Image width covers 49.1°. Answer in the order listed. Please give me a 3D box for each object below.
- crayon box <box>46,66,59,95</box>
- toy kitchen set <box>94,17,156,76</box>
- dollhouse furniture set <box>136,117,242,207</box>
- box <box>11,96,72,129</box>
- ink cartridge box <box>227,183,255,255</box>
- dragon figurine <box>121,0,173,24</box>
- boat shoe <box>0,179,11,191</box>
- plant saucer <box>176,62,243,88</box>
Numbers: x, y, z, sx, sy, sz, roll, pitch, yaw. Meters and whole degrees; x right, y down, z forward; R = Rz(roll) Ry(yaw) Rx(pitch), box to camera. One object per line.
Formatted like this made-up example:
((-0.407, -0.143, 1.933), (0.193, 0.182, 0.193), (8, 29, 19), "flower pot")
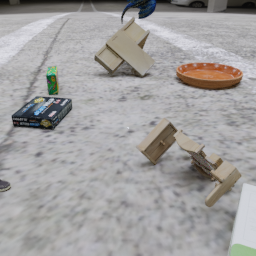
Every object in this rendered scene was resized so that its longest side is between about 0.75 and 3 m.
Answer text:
((-3.155, -2.018, 11.769), (0.405, 0.826, 1.391), (-5, 27, -10), "crayon box")
((0.042, -3.473, 14.657), (2.371, 2.622, 2.907), (41, 75, 1), "toy kitchen set")
((1.378, 0.879, 6.248), (1.015, 1.188, 2.292), (-47, 38, -1), "dollhouse furniture set")
((-2.817, -0.553, 9.398), (1.380, 0.399, 1.736), (5, 28, 10), "box")
((2.197, 1.955, 4.206), (1.276, 0.729, 2.458), (13, 30, 23), "ink cartridge box")
((0.535, -4.266, 9.403), (2.764, 0.813, 1.374), (-20, 37, 33), "dragon figurine")
((-2.979, 1.207, 6.172), (0.786, 0.255, 0.283), (5, 28, 10), "boat shoe")
((3.737, -2.467, 13.027), (2.987, 0.482, 2.987), (1, 27, 0), "plant saucer")
